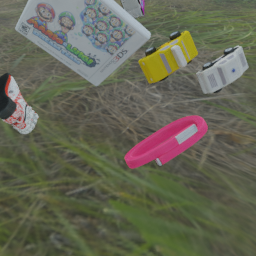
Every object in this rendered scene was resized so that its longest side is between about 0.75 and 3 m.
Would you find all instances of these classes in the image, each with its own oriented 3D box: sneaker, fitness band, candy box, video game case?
[{"bbox_3d":[-2.251,-0.473,5.597,0.503,0.807,1.506,-37,43,3],"label":"sneaker"},{"bbox_3d":[0.711,0.263,5.255,1.672,0.313,1.201,-31,8,-10],"label":"fitness band"},{"bbox_3d":[-0.047,-4.953,9.322,0.650,2.131,1.453,-10,52,17],"label":"candy box"},{"bbox_3d":[-1.208,-2.434,7.053,2.695,2.453,0.319,34,51,-22],"label":"video game case"}]

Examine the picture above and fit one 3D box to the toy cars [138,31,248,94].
[{"bbox_3d":[1.656,-1.434,6.268,2.855,1.280,0.632,6,11,-23],"label":"toy cars"}]
